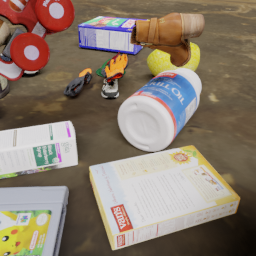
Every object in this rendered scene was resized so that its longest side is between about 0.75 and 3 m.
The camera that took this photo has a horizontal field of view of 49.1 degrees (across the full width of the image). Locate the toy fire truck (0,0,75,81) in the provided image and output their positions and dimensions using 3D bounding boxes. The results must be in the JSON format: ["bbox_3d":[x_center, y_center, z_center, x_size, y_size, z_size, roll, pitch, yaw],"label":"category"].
[{"bbox_3d":[-2.112,-2.037,5.130,1.735,2.066,1.158,32,0,-28],"label":"toy fire truck"}]

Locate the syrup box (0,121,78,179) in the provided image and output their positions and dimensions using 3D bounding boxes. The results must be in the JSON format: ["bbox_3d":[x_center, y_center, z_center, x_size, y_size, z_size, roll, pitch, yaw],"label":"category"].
[{"bbox_3d":[-2.199,0.492,6.450,1.985,0.782,0.808,-8,34,-13],"label":"syrup box"}]

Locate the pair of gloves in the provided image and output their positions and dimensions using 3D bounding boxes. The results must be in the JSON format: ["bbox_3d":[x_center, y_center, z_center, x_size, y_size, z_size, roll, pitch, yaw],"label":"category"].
[{"bbox_3d":[-1.075,-1.876,9.681,2.410,0.298,2.147,-19,29,17],"label":"pair of gloves"}]

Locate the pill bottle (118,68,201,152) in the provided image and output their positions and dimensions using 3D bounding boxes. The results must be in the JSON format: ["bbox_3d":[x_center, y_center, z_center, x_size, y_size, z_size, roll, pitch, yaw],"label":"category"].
[{"bbox_3d":[1.015,-0.661,7.539,1.510,1.510,2.691,17,37,24],"label":"pill bottle"}]

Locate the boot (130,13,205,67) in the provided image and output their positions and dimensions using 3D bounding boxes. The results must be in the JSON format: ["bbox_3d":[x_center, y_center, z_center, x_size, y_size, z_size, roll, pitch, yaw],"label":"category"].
[{"bbox_3d":[0.683,-1.697,5.678,1.284,0.634,1.653,-6,-8,-5],"label":"boot"}]

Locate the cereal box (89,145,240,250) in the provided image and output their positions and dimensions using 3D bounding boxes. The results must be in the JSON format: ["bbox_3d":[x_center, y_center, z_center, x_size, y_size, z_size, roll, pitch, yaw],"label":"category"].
[{"bbox_3d":[0.621,1.225,5.608,2.498,0.494,1.797,-10,35,-15],"label":"cereal box"}]

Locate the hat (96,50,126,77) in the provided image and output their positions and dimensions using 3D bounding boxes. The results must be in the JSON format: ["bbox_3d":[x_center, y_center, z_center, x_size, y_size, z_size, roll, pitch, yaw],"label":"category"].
[{"bbox_3d":[-0.616,-2.700,10.877,1.383,1.217,1.145,18,37,25],"label":"hat"}]

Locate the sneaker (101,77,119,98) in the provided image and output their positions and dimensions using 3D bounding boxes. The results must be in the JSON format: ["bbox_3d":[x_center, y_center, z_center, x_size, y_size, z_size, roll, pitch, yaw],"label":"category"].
[{"bbox_3d":[-0.630,-1.571,9.716,0.595,0.646,1.615,-1,35,-5],"label":"sneaker"}]

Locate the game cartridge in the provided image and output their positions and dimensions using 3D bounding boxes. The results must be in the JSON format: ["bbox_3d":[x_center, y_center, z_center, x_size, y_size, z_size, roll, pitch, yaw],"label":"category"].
[{"bbox_3d":[-1.999,1.965,4.547,1.729,0.525,2.593,-5,34,0],"label":"game cartridge"}]

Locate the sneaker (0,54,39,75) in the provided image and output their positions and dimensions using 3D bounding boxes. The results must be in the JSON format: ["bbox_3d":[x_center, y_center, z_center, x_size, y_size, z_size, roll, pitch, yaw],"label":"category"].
[{"bbox_3d":[-3.913,-2.944,11.331,1.807,0.951,2.501,8,42,31],"label":"sneaker"}]

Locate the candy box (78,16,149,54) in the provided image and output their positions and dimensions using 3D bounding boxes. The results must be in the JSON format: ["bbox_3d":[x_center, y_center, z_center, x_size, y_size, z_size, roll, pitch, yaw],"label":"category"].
[{"bbox_3d":[-0.592,-4.705,13.957,2.975,1.146,2.515,12,34,16],"label":"candy box"}]

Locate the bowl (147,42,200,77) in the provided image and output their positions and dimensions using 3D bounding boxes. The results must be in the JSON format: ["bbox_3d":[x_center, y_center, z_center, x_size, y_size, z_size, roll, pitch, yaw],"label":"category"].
[{"bbox_3d":[1.692,-2.106,9.957,1.913,1.913,1.029,-7,76,-10],"label":"bowl"}]

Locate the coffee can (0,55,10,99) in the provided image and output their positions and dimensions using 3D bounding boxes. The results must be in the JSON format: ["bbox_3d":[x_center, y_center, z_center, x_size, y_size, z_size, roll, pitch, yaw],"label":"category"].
[{"bbox_3d":[-5.198,-2.395,8.904,2.103,2.874,2.103,0,34,0],"label":"coffee can"}]
